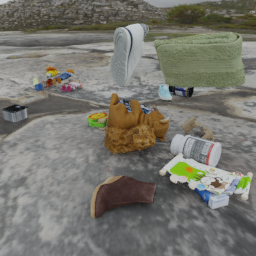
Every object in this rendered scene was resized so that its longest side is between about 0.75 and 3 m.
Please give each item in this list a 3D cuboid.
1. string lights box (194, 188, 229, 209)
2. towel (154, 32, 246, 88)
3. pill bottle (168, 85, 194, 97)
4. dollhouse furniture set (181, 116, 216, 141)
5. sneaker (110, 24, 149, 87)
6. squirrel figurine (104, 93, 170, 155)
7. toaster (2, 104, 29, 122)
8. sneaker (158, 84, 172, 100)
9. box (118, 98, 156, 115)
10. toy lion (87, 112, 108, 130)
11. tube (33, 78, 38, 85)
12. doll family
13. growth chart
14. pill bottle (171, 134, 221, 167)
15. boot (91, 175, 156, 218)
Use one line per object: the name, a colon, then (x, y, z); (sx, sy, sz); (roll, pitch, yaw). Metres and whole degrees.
string lights box: (2.029, 1.587, 6.963); (0.464, 0.266, 0.902); (-8, 26, -18)
towel: (2.270, -2.061, 9.001); (2.760, 2.048, 0.504); (5, 55, 31)
pill bottle: (2.727, -2.014, 14.459); (1.192, 0.666, 0.666); (18, 30, 33)
dollhouse furniture set: (2.503, 0.193, 9.820); (0.582, 0.681, 1.315); (-40, 26, 4)
sneaker: (0.039, -1.901, 7.619); (0.802, 1.993, 0.761); (-29, 69, -27)
squirrel figurine: (0.330, 0.072, 9.290); (2.100, 1.593, 2.250); (9, 38, -5)
toaster: (-4.632, -0.626, 11.592); (0.835, 0.496, 0.755); (12, 27, 25)
sneaker: (1.837, -1.832, 14.137); (0.542, 0.601, 1.466); (-6, 25, -10)
box: (0.226, -0.615, 11.080); (1.906, 0.439, 1.515); (14, 23, -6)
toy lion: (-1.160, -0.347, 11.195); (1.162, 0.416, 1.213); (4, 24, 26)
tube: (-5.418, -2.681, 16.497); (0.291, 0.260, 1.002); (-42, 34, 2)
doll family: (-3.827, -2.859, 15.642); (2.720, 1.226, 1.688); (7, 25, 14)
growth chart: (2.055, 1.239, 7.271); (2.255, 0.200, 1.632); (16, 22, 18)
pill bottle: (2.027, 0.652, 8.427); (1.346, 0.780, 0.780); (17, 29, 34)
boot: (-0.064, 1.604, 6.549); (1.313, 0.571, 1.578); (5, 21, 15)
